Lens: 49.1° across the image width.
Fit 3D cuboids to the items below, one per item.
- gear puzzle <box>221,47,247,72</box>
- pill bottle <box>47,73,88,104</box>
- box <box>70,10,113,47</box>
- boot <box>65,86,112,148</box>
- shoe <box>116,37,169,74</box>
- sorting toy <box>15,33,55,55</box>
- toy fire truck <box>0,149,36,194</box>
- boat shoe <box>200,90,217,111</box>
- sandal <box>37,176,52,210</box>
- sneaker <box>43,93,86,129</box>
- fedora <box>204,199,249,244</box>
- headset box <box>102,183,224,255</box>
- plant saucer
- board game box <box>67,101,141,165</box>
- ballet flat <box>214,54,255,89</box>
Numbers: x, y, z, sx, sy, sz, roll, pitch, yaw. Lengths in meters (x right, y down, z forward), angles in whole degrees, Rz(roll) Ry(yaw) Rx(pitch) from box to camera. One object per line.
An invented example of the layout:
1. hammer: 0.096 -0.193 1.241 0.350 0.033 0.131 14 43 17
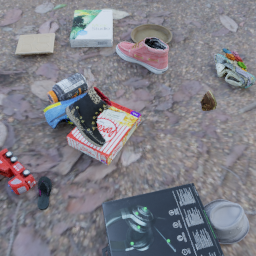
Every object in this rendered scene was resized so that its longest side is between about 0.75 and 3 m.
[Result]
1. gear puzzle: 4.999 -3.080 12.896 1.027 0.260 1.984 11 45 -20
2. pill bottle: -2.506 -1.557 11.501 1.596 0.848 0.848 -34 58 -25
3. box: -1.872 -5.326 14.855 2.117 0.533 2.933 -1 49 -2
4. boot: -1.033 -0.350 8.992 1.752 1.319 0.641 50 20 0
5. shoe: 0.646 -3.677 12.959 2.897 1.318 1.035 33 57 24
6. sorting toy: -4.606 -4.164 14.051 1.795 0.354 1.939 -5 46 -4
7. toy fire truck: -4.280 1.521 9.117 2.273 0.554 1.603 36 59 25
8. boat shoe: 2.657 -0.840 9.308 0.453 1.342 0.483 -24 71 8
9. sandal: -2.660 2.001 8.893 0.438 0.279 1.165 -8 51 -7
10. sneaker: -1.998 -0.700 10.950 2.486 0.819 0.975 -25 84 -28
11. fedora: 2.850 2.600 8.133 1.508 0.681 1.334 -15 52 -12
12. headset box: 0.744 3.064 7.320 2.843 1.319 2.475 -11 52 -9
13. plant saucer: 1.204 -4.706 14.485 2.143 0.316 2.143 0 50 0
14. board game box: -0.828 0.052 10.347 1.761 0.538 2.325 24 54 19
15. ballet flat: 4.448 -2.471 12.349 0.837 0.837 2.328 -27 53 -21
